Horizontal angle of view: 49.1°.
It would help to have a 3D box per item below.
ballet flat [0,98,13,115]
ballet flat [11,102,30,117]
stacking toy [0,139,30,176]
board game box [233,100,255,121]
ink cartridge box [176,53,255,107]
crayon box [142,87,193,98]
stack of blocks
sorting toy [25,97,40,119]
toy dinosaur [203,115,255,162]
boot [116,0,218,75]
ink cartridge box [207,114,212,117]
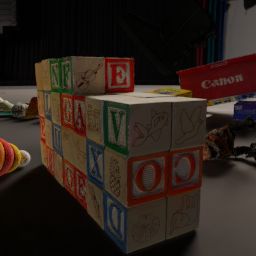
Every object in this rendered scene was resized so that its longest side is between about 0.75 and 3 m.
[{"bbox_3d":[-5.108,-0.832,10.187,2.318,0.805,0.805,-3,11,-14],"label":"ballet flat"},{"bbox_3d":[-3.749,-0.720,10.284,0.559,0.559,1.554,0,10,-1],"label":"ballet flat"},{"bbox_3d":[-1.849,0.453,4.110,0.755,0.755,1.034,5,-7,27],"label":"stacking toy"},{"bbox_3d":[4.925,-0.568,9.445,2.417,0.541,1.625,5,12,26],"label":"board game box"},{"bbox_3d":[3.534,-1.618,10.416,2.981,1.250,2.617,-10,-5,23],"label":"ink cartridge box"},{"bbox_3d":[0.824,-0.728,8.646,2.611,0.673,1.642,-14,16,-17],"label":"crayon box"},{"bbox_3d":[-0.374,-0.036,3.492,0.835,1.643,2.853,-6,13,-30],"label":"stack of blocks"},{"bbox_3d":[-2.637,-0.492,9.411,2.238,0.776,0.771,8,42,27],"label":"sorting toy"},{"bbox_3d":[1.740,0.200,5.011,1.039,0.782,1.531,-12,25,29],"label":"toy dinosaur"},{"bbox_3d":[1.262,-3.338,9.001,2.269,2.769,1.024,-42,-5,22],"label":"boot"},{"bbox_3d":[0.553,0.076,5.901,1.470,0.580,2.957,8,14,38],"label":"ink cartridge box"}]
